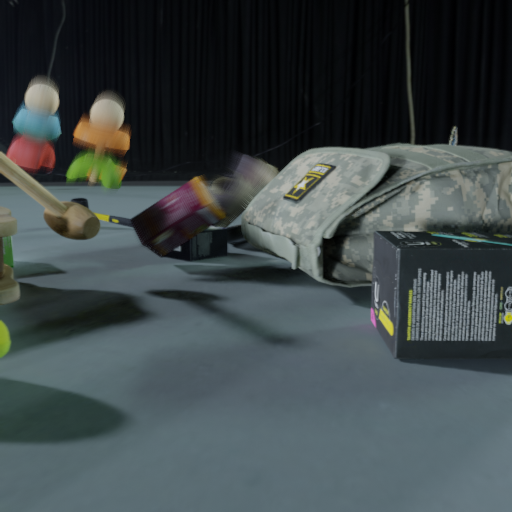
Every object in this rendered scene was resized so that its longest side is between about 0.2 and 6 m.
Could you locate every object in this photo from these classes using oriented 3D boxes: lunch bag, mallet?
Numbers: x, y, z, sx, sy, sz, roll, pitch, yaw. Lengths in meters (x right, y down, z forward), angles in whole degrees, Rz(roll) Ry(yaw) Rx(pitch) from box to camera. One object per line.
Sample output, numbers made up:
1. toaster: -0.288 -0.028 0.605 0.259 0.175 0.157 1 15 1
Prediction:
1. lunch bag: 1.554 -0.591 7.804 3.189 1.875 2.616 -11 16 -19
2. mallet: -3.655 -0.821 13.733 2.162 0.712 0.445 19 23 18

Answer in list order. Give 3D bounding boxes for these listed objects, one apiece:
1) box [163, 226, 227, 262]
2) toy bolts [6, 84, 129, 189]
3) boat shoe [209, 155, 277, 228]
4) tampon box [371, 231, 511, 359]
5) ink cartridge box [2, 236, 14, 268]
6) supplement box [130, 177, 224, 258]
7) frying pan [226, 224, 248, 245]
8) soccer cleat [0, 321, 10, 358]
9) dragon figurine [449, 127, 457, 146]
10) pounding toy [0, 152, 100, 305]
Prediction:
1. box: -1.078 -0.244 9.605 0.858 0.529 0.852 9 12 42
2. toy bolts: -2.853 -1.939 8.909 1.821 1.263 1.740 13 11 -5
3. boat shoe: -0.519 -1.215 11.063 2.499 0.810 0.899 -35 20 54
4. tampon box: 1.863 0.307 4.981 1.502 0.948 1.126 0 10 2
5. ink cartridge box: -4.492 -0.080 8.475 1.337 0.562 0.973 -7 12 -35
6. supplement box: -1.196 -0.576 8.593 1.223 0.524 0.675 -32 -23 5
7. frying pan: 0.708 -0.664 10.826 3.018 0.491 1.825 -11 1 -6
8. soccer cleat: -3.045 0.336 4.081 2.847 1.191 0.921 4 10 23
9. dragon figurine: 2.230 -1.436 11.980 2.050 1.213 4.123 4 -18 -36
10. pounding toy: -3.761 -0.451 6.491 1.935 1.941 3.384 14 16 39
